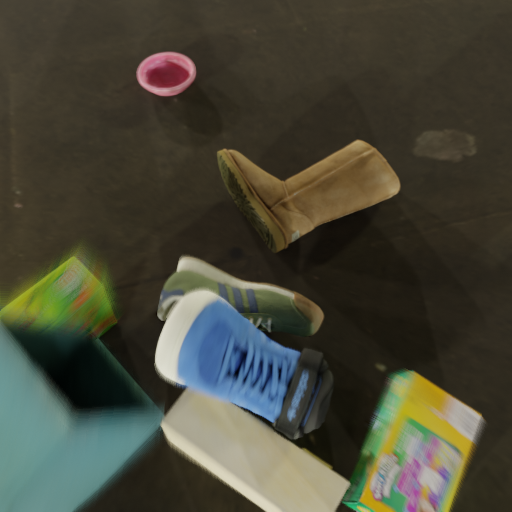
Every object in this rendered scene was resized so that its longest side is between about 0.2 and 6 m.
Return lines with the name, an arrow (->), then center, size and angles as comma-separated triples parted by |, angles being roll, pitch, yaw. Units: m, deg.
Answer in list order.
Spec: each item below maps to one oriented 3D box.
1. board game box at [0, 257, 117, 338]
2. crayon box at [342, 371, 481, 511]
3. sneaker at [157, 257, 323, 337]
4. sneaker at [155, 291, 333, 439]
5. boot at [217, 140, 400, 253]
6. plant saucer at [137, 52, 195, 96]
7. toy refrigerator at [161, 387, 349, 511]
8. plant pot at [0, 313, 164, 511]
board game box -> -3.283, 1.348, 7.670 | 0.655, 1.397, 2.750 | 42, 67, 16
crayon box -> 2.007, 2.572, 7.172 | 1.101, 0.540, 1.854 | 33, 64, -1
sneaker -> -0.343, 0.906, 8.291 | 2.457, 0.824, 1.103 | 19, 53, 18
sneaker -> 0.080, 1.371, 6.684 | 1.671, 3.004, 1.153 | 19, 74, 21
boot -> 0.867, -1.398, 9.832 | 2.519, 0.833, 2.206 | -29, 75, -16
plant saucer -> -1.837, -3.710, 11.550 | 1.173, 0.297, 1.173 | 1, 58, -1
toy refrigerator -> -0.026, 2.602, 7.229 | 2.330, 0.885, 0.815 | 30, 63, 18
plant pot -> -2.828, 2.284, 6.652 | 1.780, 1.781, 2.519 | 41, 93, 25
